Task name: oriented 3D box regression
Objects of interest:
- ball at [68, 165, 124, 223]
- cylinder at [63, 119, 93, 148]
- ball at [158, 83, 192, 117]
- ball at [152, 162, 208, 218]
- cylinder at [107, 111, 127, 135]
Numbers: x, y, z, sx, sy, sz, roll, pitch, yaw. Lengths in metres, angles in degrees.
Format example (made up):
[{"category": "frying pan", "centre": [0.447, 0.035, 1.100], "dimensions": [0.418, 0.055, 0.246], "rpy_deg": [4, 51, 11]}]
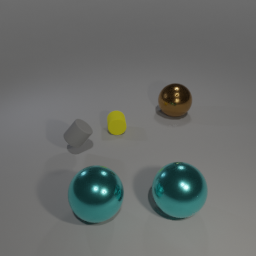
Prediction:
[{"category": "ball", "centre": [-0.799, 1.639, 7.025], "dimensions": [1.400, 1.400, 1.400], "rpy_deg": [0, 32, 0]}, {"category": "cylinder", "centre": [-1.640, 0.178, 9.209], "dimensions": [0.700, 0.700, 0.700], "rpy_deg": [38, 18, -15]}, {"category": "ball", "centre": [1.943, -1.145, 11.573], "dimensions": [1.400, 1.400, 1.400], "rpy_deg": [0, 32, 0]}, {"category": "ball", "centre": [1.311, 1.564, 7.153], "dimensions": [1.400, 1.400, 1.400], "rpy_deg": [0, 32, 0]}, {"category": "cylinder", "centre": [-0.434, -0.203, 10.660], "dimensions": [0.700, 0.700, 0.700], "rpy_deg": [-3, 31, -5]}]
